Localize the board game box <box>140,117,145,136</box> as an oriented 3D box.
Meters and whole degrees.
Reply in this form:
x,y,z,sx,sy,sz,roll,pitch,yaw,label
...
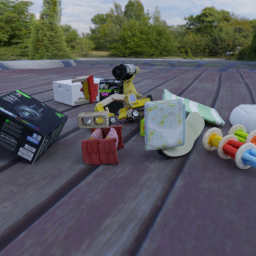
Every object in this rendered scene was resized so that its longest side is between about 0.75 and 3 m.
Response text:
x,y,z,sx,sy,sz,roll,pitch,yaw,label
1.432,-0.315,11.328,1.298,0.608,2.556,5,19,16,board game box

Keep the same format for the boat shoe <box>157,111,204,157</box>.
x,y,z,sx,sy,sz,roll,pitch,yaw,label
1.658,0.272,9.267,0.834,0.974,2.663,-28,5,42,boat shoe

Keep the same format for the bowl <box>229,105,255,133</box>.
x,y,z,sx,sy,sz,roll,pitch,yaw,label
5.379,-0.423,11.455,2.087,0.779,2.085,4,19,6,bowl

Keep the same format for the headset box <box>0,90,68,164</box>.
x,y,z,sx,sy,sz,roll,pitch,yaw,label
-3.225,-0.149,8.875,1.980,1.055,2.274,29,18,-3,headset box

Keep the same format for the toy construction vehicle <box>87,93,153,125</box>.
x,y,z,sx,sy,sz,roll,pitch,yaw,label
-0.194,-0.752,11.045,2.724,0.959,2.371,-12,-1,-21,toy construction vehicle

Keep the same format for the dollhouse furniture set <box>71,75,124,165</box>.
x,y,z,sx,sy,sz,roll,pitch,yaw,label
-0.798,-0.316,8.241,1.041,2.559,1.377,-3,19,7,dollhouse furniture set

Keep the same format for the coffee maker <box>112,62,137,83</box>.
x,y,z,sx,sy,sz,roll,pitch,yaw,label
-0.208,-2.318,12.059,0.696,0.993,1.034,31,24,16,coffee maker

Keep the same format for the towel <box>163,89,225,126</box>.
x,y,z,sx,sy,sz,roll,pitch,yaw,label
2.774,-0.914,12.173,2.685,0.314,2.048,24,20,-2,towel

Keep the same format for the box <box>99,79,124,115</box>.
x,y,z,sx,sy,sz,roll,pitch,yaw,label
-0.784,-1.496,13.425,1.162,1.564,0.972,0,19,-2,box

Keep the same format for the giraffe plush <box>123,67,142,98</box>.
x,y,z,sx,sy,sz,roll,pitch,yaw,label
-0.227,-2.816,16.998,2.021,1.899,2.342,-13,22,-35,giraffe plush

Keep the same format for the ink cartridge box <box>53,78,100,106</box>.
x,y,z,sx,sy,sz,roll,pitch,yaw,label
-2.580,-2.176,16.135,2.808,1.206,2.056,-16,23,-38,ink cartridge box

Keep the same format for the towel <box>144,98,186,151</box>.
x,y,z,sx,sy,sz,roll,pitch,yaw,label
1.043,-0.100,7.918,1.201,1.404,0.338,-6,13,-16,towel

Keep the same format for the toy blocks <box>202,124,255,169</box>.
x,y,z,sx,sy,sz,roll,pitch,yaw,label
3.581,0.588,8.255,1.804,0.786,2.164,-8,19,-21,toy blocks
